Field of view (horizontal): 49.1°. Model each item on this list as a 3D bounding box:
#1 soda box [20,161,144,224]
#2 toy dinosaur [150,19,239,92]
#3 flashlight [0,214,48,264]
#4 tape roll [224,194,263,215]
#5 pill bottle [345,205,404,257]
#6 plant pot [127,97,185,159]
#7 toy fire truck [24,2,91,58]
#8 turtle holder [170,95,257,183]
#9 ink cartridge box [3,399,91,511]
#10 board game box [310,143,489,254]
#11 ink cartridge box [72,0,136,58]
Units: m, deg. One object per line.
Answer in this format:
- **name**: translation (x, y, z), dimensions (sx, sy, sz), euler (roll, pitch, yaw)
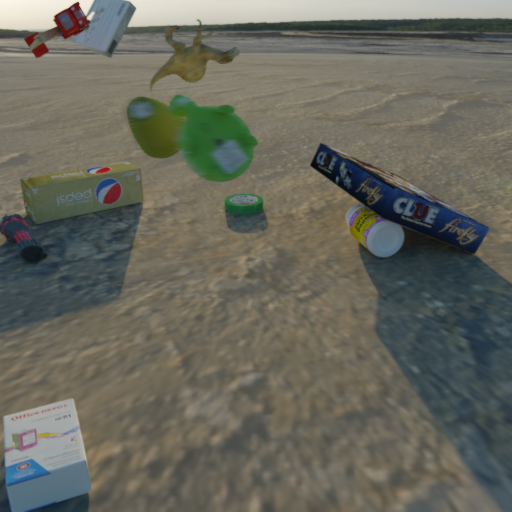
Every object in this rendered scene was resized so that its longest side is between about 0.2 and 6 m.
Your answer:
- **soda box**: translation (-3.829, -1.448, 12.467), dimensions (2.487, 0.842, 0.796), euler (-16, 30, -31)
- **toy dinosaur**: translation (-1.299, -3.488, 9.780), dimensions (1.930, 0.976, 0.562), euler (-10, 18, 23)
- **flashlight**: translation (-4.407, -0.323, 10.478), dimensions (0.526, 0.528, 1.555), euler (-36, 37, -14)
- **tape roll**: translation (-0.278, -1.175, 12.642), dimensions (0.871, 0.209, 0.871), euler (1, 25, 0)
- **pill bottle**: translation (2.188, -0.534, 10.641), dimensions (0.714, 0.714, 1.370), euler (-6, 23, -13)
- **plant pot**: translation (-1.786, -2.294, 9.597), dimensions (0.943, 0.943, 1.007), euler (6, -10, 14)
- **toy fire truck**: translation (-3.087, -3.468, 8.649), dimensions (0.968, 0.335, 1.373), euler (-32, 23, -8)
- **turtle holder**: translation (-0.798, -1.808, 8.927), dimensions (1.491, 1.133, 1.059), euler (21, -3, -14)
- **ink cartridge box**: translation (-2.121, 1.973, 5.634), dimensions (0.730, 0.428, 1.011), euler (-11, 26, -21)
- **board game box**: translation (2.735, -1.255, 11.325), dimensions (2.289, 0.585, 3.379), euler (18, 18, -24)
- **ink cartridge box**: translation (-2.690, -4.074, 9.906), dimensions (0.875, 1.008, 0.219), euler (25, -2, 30)
